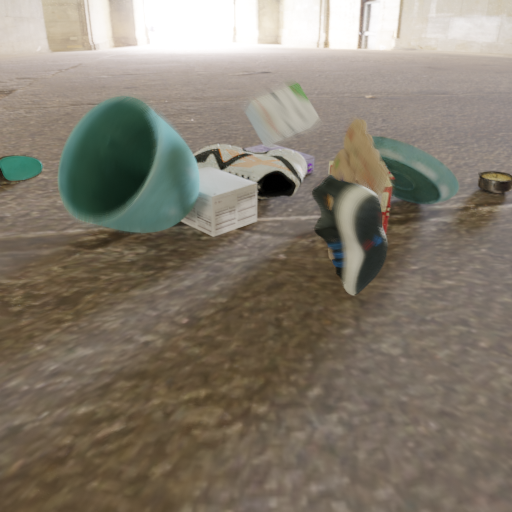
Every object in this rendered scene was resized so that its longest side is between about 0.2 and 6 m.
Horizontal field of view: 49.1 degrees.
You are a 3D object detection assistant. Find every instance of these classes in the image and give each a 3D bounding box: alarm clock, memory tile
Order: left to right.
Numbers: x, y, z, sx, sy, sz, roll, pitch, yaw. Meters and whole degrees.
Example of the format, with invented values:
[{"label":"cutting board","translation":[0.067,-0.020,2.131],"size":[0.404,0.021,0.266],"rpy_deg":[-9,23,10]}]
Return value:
[{"label":"memory tile","translation":[1.740,-1.300,10.711],"size":[0.223,2.039,2.660],"rpy_deg":[15,33,-13]},{"label":"alarm clock","translation":[6.447,-2.038,15.244],"size":[0.889,0.439,1.318],"rpy_deg":[-4,29,-8]}]

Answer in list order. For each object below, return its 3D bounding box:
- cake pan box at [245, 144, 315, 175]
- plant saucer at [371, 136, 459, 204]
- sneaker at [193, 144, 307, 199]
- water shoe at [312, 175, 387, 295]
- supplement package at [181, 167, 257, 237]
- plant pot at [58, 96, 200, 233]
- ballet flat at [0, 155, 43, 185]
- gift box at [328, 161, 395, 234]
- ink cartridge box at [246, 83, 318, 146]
[{"label":"cake pan box","translation":[0.282,-2.766,16.594],"size":[2.008,0.570,2.181],"rpy_deg":[-19,32,-37]},{"label":"plant saucer","translation":[3.466,-1.955,13.497],"size":[2.768,0.379,2.768],"rpy_deg":[28,-9,5]},{"label":"sneaker","translation":[-0.374,-2.134,14.601],"size":[3.337,1.230,1.335],"rpy_deg":[-1,37,8]},{"label":"water shoe","translation":[1.536,-0.360,9.308],"size":[0.922,2.579,1.018],"rpy_deg":[-40,57,-19]},{"label":"supplement package","translation":[-1.052,-1.330,13.177],"size":[1.379,0.982,1.771],"rpy_deg":[-23,35,-38]},{"label":"plant pot","translation":[-2.413,-1.659,11.738],"size":[2.611,2.611,2.095],"rpy_deg":[18,-4,33]},{"label":"ballet flat","translation":[-7.173,-2.294,15.541],"size":[2.338,0.793,0.880],"rpy_deg":[-21,10,-33]},{"label":"gift box","translation":[2.408,-1.328,12.804],"size":[1.566,1.445,1.462],"rpy_deg":[3,35,-2]},{"label":"ink cartridge box","translation":[0.588,-3.295,13.088],"size":[1.367,1.002,0.568],"rpy_deg":[-26,-6,-22]}]
